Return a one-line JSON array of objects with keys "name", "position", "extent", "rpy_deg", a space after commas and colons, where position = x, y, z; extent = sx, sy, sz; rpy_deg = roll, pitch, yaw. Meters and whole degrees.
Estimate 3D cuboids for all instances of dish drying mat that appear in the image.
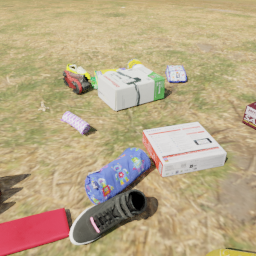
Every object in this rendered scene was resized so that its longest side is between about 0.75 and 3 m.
[{"name": "dish drying mat", "position": [-2.656, 2.604, 6.811], "extent": [2.379, 0.216, 0.914], "rpy_deg": [-10, 35, -17]}]

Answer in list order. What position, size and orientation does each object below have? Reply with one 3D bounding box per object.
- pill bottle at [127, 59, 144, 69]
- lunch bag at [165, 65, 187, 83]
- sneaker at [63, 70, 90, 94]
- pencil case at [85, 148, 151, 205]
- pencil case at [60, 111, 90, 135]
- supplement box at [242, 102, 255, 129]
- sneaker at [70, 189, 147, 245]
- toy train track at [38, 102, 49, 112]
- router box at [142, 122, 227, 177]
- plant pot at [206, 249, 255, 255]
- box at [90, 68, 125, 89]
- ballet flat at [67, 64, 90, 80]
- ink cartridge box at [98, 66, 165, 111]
[{"name": "pill bottle", "position": [0.491, -3.063, 14.725], "extent": [0.784, 0.784, 1.399], "rpy_deg": [-8, 34, -13]}, {"name": "lunch bag", "position": [2.547, -2.826, 14.829], "extent": [0.924, 0.673, 1.087], "rpy_deg": [-2, 49, -4]}, {"name": "sneaker", "position": [-2.580, -2.387, 14.054], "extent": [1.010, 0.731, 2.068], "rpy_deg": [-20, 40, -27]}, {"name": "pencil case", "position": [-0.307, 1.320, 8.138], "extent": [2.171, 0.943, 0.847], "rpy_deg": [-31, 2, -39]}, {"name": "pencil case", "position": [-1.961, -0.183, 10.545], "extent": [1.137, 0.477, 0.486], "rpy_deg": [32, 74, 20]}, {"name": "supplement box", "position": [6.122, -0.635, 11.219], "extent": [2.780, 0.847, 1.513], "rpy_deg": [-19, 38, -28]}, {"name": "sneaker", "position": [-0.410, 2.057, 6.757], "extent": [2.081, 1.032, 0.736], "rpy_deg": [-24, 80, -35]}, {"name": "toy train track", "position": [-3.774, -0.975, 12.419], "extent": [0.470, 0.133, 0.820], "rpy_deg": [-12, 34, -18]}, {"name": "router box", "position": [1.832, 0.647, 9.515], "extent": [2.200, 0.537, 1.975], "rpy_deg": [-8, 34, -13]}, {"name": "plant pot", "position": [2.008, 2.980, 5.273], "extent": [1.210, 1.238, 1.203], "rpy_deg": [5, 33, 9]}, {"name": "box", "position": [-0.953, -2.539, 14.355], "extent": [1.890, 0.457, 1.109], "rpy_deg": [-10, 48, -11]}, {"name": "ballet flat", "position": [-2.736, -3.092, 15.266], "extent": [1.786, 0.599, 0.597], "rpy_deg": [26, 42, 34]}, {"name": "ink cartridge box", "position": [0.111, -1.885, 12.931], "extent": [2.582, 1.072, 1.892], "rpy_deg": [-18, 37, -26]}]
